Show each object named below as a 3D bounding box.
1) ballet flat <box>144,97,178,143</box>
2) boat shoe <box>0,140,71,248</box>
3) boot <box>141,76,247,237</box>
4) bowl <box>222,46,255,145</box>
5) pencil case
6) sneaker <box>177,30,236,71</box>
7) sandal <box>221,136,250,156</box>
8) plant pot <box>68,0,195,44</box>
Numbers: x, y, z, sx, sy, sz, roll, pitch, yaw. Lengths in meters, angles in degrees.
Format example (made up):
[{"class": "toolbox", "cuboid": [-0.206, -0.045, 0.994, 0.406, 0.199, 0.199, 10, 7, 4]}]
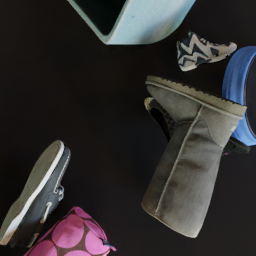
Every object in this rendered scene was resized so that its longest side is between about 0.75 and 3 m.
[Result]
[{"class": "ballet flat", "cuboid": [0.856, -0.129, 6.866, 0.487, 0.569, 1.714, -22, 59, -19]}, {"class": "boat shoe", "cuboid": [-1.788, 1.416, 5.833, 0.760, 0.952, 2.519, 28, 105, -27]}, {"class": "boot", "cuboid": [0.956, 0.469, 6.102, 2.578, 1.029, 2.835, 33, 112, 42]}, {"class": "bowl", "cuboid": [2.969, -0.728, 6.443, 0.451, 2.296, 2.296, 5, 60, 50]}, {"class": "pencil case", "cuboid": [-1.550, 2.927, 5.498, 2.688, 1.220, 1.259, -43, 113, -13]}, {"class": "sneaker", "cuboid": [2.061, -2.289, 7.651, 1.572, 0.627, 1.023, -19, 83, 12]}, {"class": "sandal", "cuboid": [1.929, 0.354, 6.344, 1.720, 0.647, 0.412, 19, 75, 52]}, {"class": "plant pot", "cuboid": [0.401, -3.853, 7.070, 2.816, 2.765, 2.757, -7, 51, -46]}]
